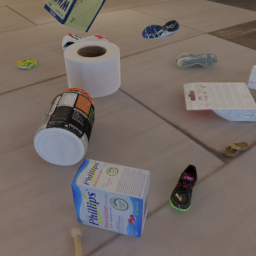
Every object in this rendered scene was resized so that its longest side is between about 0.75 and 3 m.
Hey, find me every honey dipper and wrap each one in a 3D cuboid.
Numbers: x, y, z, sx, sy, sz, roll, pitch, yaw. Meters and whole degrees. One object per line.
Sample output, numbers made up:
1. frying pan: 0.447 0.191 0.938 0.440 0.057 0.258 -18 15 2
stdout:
1. honey dipper: -0.910 2.933 5.547 0.440 0.440 2.319 -8 36 -10

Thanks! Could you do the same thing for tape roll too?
1. tape roll: -1.437 -2.488 11.641 2.268 1.557 2.268 0 38 0

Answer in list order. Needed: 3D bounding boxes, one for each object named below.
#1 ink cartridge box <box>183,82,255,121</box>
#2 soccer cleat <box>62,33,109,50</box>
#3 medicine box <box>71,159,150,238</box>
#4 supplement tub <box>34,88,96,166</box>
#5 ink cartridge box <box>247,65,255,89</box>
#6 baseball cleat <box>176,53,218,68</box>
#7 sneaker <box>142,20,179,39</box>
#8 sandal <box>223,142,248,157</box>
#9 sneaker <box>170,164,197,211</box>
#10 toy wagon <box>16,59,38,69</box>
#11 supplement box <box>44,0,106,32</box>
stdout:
1. ink cartridge box: 3.394 -1.027 10.643 2.462 0.582 1.971 0 38 7
2. soccer cleat: -2.273 -4.409 14.818 2.540 0.872 1.082 8 54 7
3. medicine box: -0.358 1.604 6.405 1.583 1.442 0.815 9 38 11
4. supplement tub: -1.832 -0.155 8.671 1.500 1.500 2.448 2 36 3
5. ink cartridge box: 6.012 -2.073 11.316 1.535 0.900 2.096 24 31 34
6. baseball cleat: 3.288 -3.387 13.539 1.956 0.682 1.041 -5 38 -7
7. sneaker: 1.178 -3.468 10.240 1.360 0.524 0.580 -12 -6 0
8. sandal: 3.358 0.596 8.693 0.976 0.264 0.392 -19 41 -23
9. sneaker: 1.454 1.496 7.232 0.562 0.613 1.464 12 39 15
10. toy wagon: -4.847 -3.171 13.638 0.838 0.214 1.080 22 43 26
11. supplement box: -1.857 -4.499 10.039 1.026 1.529 1.527 45 25 17
